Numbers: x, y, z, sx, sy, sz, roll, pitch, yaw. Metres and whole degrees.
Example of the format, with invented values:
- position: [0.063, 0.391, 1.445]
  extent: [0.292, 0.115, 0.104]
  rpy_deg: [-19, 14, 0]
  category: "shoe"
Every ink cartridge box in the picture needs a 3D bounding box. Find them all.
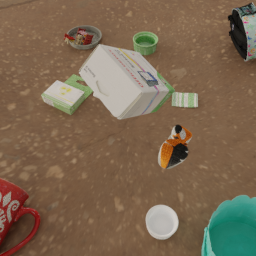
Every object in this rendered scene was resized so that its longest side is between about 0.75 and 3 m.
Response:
- position: [0.067, -1.355, 8.336]
  extent: [1.854, 1.116, 2.551]
  rpy_deg: [49, 28, 13]
  category: "ink cartridge box"
- position: [-2.587, -1.737, 12.786]
  extent: [1.607, 0.530, 2.209]
  rpy_deg: [25, 58, 19]
  category: "ink cartridge box"

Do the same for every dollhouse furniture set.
- position: [-2.676, -4.806, 14.653]
  extent: [1.546, 0.629, 0.832]
  rpy_deg: [-13, 47, -47]
  category: "dollhouse furniture set"

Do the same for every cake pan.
- position: [-2.395, -4.951, 15.374]
  extent: [1.922, 0.352, 1.922]
  rpy_deg: [0, 52, 0]
  category: "cake pan"

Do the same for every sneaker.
- position: [1.282, 0.717, 8.063]
  extent: [0.751, 0.912, 1.983]
  rpy_deg: [32, 34, 10]
  category: "sneaker"

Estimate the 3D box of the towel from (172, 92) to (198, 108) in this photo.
- position: [2.569, -1.286, 12.654]
  extent: [1.150, 0.135, 0.877]
  rpy_deg: [6, 53, 4]
  category: "towel"

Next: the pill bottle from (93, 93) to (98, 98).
- position: [-0.865, -1.746, 10.721]
  extent: [0.714, 0.714, 1.272]
  rpy_deg: [27, 101, 19]
  category: "pill bottle"

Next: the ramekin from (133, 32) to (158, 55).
- position: [0.912, -4.440, 14.791]
  extent: [1.314, 0.642, 1.314]
  rpy_deg: [0, 52, 0]
  category: "ramekin"

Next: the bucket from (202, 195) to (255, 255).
- position: [3.423, 3.492, 7.864]
  extent: [2.777, 1.807, 2.777]
  rpy_deg: [0, 52, 0]
  category: "bucket"

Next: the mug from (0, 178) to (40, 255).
- position: [-4.128, 2.983, 8.365]
  extent: [2.305, 1.732, 2.596]
  rpy_deg: [12, 56, 11]
  category: "mug"

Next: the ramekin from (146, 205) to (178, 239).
- position: [1.076, 3.061, 9.021]
  extent: [1.031, 0.503, 1.031]
  rpy_deg: [0, 53, 0]
  category: "ramekin"

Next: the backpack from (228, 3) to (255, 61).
- position: [6.126, -4.641, 13.805]
  extent: [1.920, 2.264, 2.551]
  rpy_deg: [-8, 46, 14]
  category: "backpack"
